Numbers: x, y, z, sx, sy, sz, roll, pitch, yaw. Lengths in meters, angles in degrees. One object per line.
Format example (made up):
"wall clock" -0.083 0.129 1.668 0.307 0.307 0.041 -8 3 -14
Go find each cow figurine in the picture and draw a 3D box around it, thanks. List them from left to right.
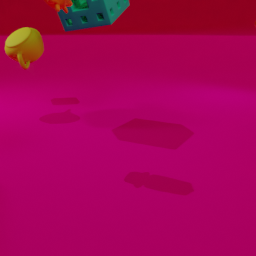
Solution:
"cow figurine" -1.034 -2.484 4.416 1.094 1.077 0.601 -19 6 29

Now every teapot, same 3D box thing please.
"teapot" -2.917 -2.345 8.106 1.097 0.864 1.765 -16 51 12

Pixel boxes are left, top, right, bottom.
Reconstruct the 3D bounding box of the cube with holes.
"cube with holes" -0.929 -3.299 6.756 1.312 1.312 1.312 1 41 25

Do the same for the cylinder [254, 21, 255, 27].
"cylinder" 2.781 -1.431 3.981 1.339 1.339 1.339 -37 0 31
